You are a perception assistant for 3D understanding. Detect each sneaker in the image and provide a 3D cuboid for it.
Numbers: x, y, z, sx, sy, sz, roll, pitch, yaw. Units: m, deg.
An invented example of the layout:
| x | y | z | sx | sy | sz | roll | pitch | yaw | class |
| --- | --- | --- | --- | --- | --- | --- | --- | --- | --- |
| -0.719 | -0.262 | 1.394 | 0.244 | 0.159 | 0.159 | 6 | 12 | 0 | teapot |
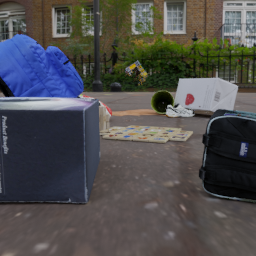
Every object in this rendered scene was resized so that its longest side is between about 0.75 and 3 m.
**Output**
| x | y | z | sx | sy | sz | roll | pitch | yaw | class |
| --- | --- | --- | --- | --- | --- | --- | --- | --- | --- |
| 2.317 | -0.771 | 12.156 | 1.365 | 0.598 | 0.516 | -1 | 7 | -20 | sneaker |
| -1.907 | -0.897 | 11.161 | 2.853 | 1.099 | 1.212 | 26 | 9 | 22 | sneaker |

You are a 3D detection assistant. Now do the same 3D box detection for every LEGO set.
| x | y | z | sx | sy | sz | roll | pitch | yaw | class |
| --- | --- | --- | --- | --- | --- | --- | --- | --- | --- |
| 0.305 | -2.361 | 12.605 | 0.795 | 1.055 | 1.372 | -34 | 8 | -3 | LEGO set |

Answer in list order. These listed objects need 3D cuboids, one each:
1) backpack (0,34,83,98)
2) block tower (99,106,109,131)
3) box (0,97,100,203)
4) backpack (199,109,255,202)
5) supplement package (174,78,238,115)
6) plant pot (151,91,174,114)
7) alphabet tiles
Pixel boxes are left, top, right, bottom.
| x | y | z | sx | sy | sz | roll | pitch | yaw | class |
| --- | --- | --- | --- | --- | --- | --- | --- | --- | --- |
| -2.965 | -1.654 | 8.975 | 2.283 | 2.720 | 2.210 | -43 | 21 | -13 | backpack |
| -1.724 | -0.166 | 7.761 | 0.830 | 0.775 | 2.870 | 5 | 10 | 34 | block tower |
| -1.476 | 0.172 | 4.201 | 2.004 | 1.245 | 2.020 | 1 | 9 | -2 | box |
| 1.625 | 0.351 | 3.483 | 1.264 | 1.122 | 0.951 | 9 | 17 | 25 | backpack |
| 3.415 | -1.389 | 12.589 | 1.399 | 1.416 | 2.336 | 11 | 1 | -32 | supplement package |
| 1.677 | -1.130 | 13.519 | 1.097 | 1.097 | 1.173 | 1 | -7 | 8 | plant pot |
| 0.489 | 0.149 | 8.002 | 2.523 | 0.080 | 2.099 | 4 | 10 | 21 | alphabet tiles |
